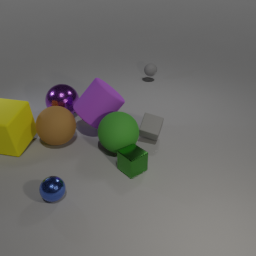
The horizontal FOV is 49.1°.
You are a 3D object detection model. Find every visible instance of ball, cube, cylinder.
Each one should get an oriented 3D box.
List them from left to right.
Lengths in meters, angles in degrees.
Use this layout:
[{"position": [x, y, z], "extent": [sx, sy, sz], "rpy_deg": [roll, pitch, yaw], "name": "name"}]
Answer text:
[{"position": [-4.213, -0.047, 9.686], "extent": [1.400, 1.400, 1.400], "rpy_deg": [7, 41, 11], "name": "cube"}, {"position": [-2.068, 1.666, 7.681], "extent": [0.700, 0.700, 0.700], "rpy_deg": [0, 31, 0], "name": "ball"}, {"position": [-2.552, -0.085, 9.949], "extent": [1.400, 1.400, 1.400], "rpy_deg": [0, 31, 0], "name": "ball"}, {"position": [-2.740, -1.140, 11.734], "extent": [1.400, 1.400, 1.400], "rpy_deg": [0, 31, 0], "name": "ball"}, {"position": [-1.071, -0.902, 10.425], "extent": [1.400, 1.400, 1.400], "rpy_deg": [39, 12, -10], "name": "cylinder"}, {"position": [-0.322, 0.141, 9.498], "extent": [1.400, 1.400, 1.400], "rpy_deg": [0, 31, 0], "name": "ball"}, {"position": [0.141, 1.025, 8.770], "extent": [0.700, 0.700, 0.700], "rpy_deg": [-23, 38, -34], "name": "cube"}, {"position": [1.227, -3.151, 15.170], "extent": [0.700, 0.700, 0.700], "rpy_deg": [0, 31, 0], "name": "ball"}, {"position": [0.837, -0.037, 10.101], "extent": [0.700, 0.700, 0.700], "rpy_deg": [18, 72, 9], "name": "cube"}]
